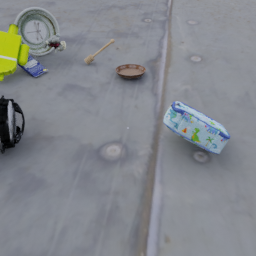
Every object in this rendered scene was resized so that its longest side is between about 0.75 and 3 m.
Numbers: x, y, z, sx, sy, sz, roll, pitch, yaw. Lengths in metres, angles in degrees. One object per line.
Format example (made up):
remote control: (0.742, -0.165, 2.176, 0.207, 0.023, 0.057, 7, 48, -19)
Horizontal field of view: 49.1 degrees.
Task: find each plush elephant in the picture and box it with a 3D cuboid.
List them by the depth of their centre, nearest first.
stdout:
plush elephant: (-2.718, -3.129, 10.622, 0.839, 0.650, 0.691, -46, 17, -25)

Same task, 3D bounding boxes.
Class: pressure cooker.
pressure cooker: (-3.448, -0.117, 7.128, 1.546, 1.360, 1.381, -3, 15, -15)

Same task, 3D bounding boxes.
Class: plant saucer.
plant saucer: (0.091, -2.037, 10.115, 1.111, 0.191, 1.111, 0, 34, 0)
plant saucer: (-3.614, -3.790, 11.036, 1.806, 1.806, 0.453, -26, 34, -26)

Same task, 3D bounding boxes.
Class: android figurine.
android figurine: (-4.519, -2.699, 9.807, 1.959, 0.442, 2.152, 7, 77, -17)

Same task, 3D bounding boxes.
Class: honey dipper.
honey dipper: (-1.048, -2.883, 10.524, 1.387, 0.263, 0.263, -32, 37, 20)

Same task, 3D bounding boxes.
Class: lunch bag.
lunch bag: (1.702, -0.064, 7.113, 1.619, 0.667, 1.301, 30, 14, 4)

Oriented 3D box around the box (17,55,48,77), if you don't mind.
box: (-3.507, -2.236, 10.314, 1.013, 0.164, 0.614, 39, 53, 16)
